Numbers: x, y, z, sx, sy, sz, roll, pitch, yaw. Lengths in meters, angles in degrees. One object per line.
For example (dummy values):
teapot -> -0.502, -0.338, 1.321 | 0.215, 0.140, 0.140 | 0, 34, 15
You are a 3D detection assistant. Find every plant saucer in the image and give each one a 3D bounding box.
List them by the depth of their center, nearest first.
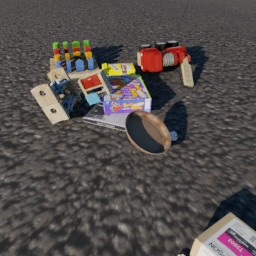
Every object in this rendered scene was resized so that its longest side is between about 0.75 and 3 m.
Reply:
plant saucer -> 0.580, 0.166, 8.670 | 1.639, 0.282, 1.639 | 18, 47, -20

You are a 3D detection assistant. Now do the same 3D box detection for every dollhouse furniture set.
dollhouse furniture set -> -1.991, -1.422, 10.182 | 2.170, 1.520, 1.529 | -15, 31, 22

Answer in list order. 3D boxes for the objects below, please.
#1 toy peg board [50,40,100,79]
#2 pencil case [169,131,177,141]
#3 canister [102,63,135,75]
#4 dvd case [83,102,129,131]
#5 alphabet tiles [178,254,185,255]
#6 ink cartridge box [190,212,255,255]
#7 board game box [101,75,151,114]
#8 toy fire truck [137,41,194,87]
toy peg board -> -2.758, -3.517, 14.085 | 2.359, 1.154, 2.349 | -8, 36, -11
pencil case -> 1.277, 0.322, 9.431 | 0.763, 0.317, 0.346 | -9, 19, -11
canister -> -0.453, -2.679, 13.378 | 1.467, 0.635, 1.089 | -5, 36, -9
dvd case -> -0.595, -0.482, 10.641 | 1.789, 0.221, 1.345 | 13, 37, 18
alphabet tiles -> 1.371, 3.207, 5.593 | 1.321, 0.099, 1.351 | 28, 44, 32
ink cartridge box -> 2.329, 2.687, 5.801 | 1.297, 0.591, 1.574 | -19, 40, -35
board game box -> -0.172, -1.446, 11.422 | 1.756, 0.585, 2.612 | -3, 31, -8
toy fire truck -> 1.937, -3.027, 13.313 | 2.318, 1.694, 2.633 | -12, 27, -17
